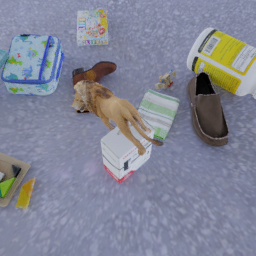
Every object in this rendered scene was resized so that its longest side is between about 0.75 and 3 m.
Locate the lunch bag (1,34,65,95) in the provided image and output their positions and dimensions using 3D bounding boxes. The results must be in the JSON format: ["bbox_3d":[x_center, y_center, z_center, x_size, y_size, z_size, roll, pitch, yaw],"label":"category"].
[{"bbox_3d":[-3.398,-2.366,10.271,1.918,0.984,2.387,4,59,-1],"label":"lunch bag"}]

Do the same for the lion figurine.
[{"bbox_3d":[-0.314,-0.411,6.995,0.984,1.663,2.715,-45,33,-21],"label":"lion figurine"}]

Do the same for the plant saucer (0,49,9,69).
[{"bbox_3d":[-5.063,-1.639,9.695,0.907,0.246,2.596,25,77,39],"label":"plant saucer"}]

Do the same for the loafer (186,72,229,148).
[{"bbox_3d":[2.550,-0.695,9.185,1.041,1.012,2.849,-9,59,-6],"label":"loafer"}]

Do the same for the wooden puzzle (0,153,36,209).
[{"bbox_3d":[-3.795,1.458,8.298,2.294,0.268,1.548,13,59,8],"label":"wooden puzzle"}]

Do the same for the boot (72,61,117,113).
[{"bbox_3d":[-1.095,-1.464,9.904,1.720,0.626,1.827,-10,60,-7],"label":"boot"}]

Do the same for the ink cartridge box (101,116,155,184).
[{"bbox_3d":[-0.012,0.615,7.905,1.303,1.806,0.756,-39,66,-21],"label":"ink cartridge box"}]

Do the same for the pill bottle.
[{"bbox_3d":[3.674,-2.147,9.722,2.905,1.633,1.633,35,64,18],"label":"pill bottle"}]

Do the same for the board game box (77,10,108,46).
[{"bbox_3d":[-1.489,-4.248,11.792,1.255,0.320,1.867,-4,58,-3],"label":"board game box"}]

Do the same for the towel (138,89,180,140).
[{"bbox_3d":[0.947,-0.503,9.517,1.265,0.260,1.696,19,60,12],"label":"towel"}]

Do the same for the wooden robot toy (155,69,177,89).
[{"bbox_3d":[1.316,-1.743,10.291,1.089,0.480,0.494,-45,33,-23],"label":"wooden robot toy"}]
